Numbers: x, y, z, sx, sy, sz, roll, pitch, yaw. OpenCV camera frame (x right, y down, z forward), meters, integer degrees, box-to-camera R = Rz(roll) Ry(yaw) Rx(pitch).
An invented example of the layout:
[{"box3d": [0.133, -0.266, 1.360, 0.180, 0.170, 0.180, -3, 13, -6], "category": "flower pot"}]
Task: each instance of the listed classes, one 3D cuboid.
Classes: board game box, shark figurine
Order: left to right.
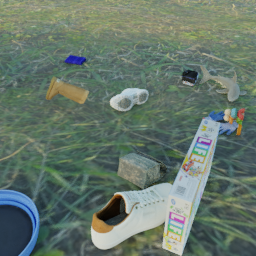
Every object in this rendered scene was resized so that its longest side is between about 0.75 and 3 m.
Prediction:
[{"box3d": [1.638, 1.356, 7.039, 0.496, 1.950, 2.900, 16, 40, 20], "category": "board game box"}, {"box3d": [4.393, -2.149, 12.521, 1.456, 1.017, 2.437, -14, 41, -20], "category": "shark figurine"}]

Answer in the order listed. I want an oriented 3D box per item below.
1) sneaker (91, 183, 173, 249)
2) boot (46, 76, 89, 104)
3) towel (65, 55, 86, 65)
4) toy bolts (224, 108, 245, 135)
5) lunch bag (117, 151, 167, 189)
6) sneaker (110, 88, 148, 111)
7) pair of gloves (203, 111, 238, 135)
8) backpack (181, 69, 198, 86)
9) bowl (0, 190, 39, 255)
[{"box3d": [0.300, 1.942, 6.977, 2.639, 1.117, 0.961, -24, 42, -30], "category": "sneaker"}, {"box3d": [-2.475, -1.319, 11.306, 1.499, 1.313, 0.496, 23, 53, -14], "category": "boot"}, {"box3d": [-2.842, -3.687, 15.137, 0.993, 0.246, 0.733, 10, 37, 13], "category": "towel"}, {"box3d": [3.743, -0.283, 9.997, 0.652, 0.940, 0.898, 10, 60, 20], "category": "toy bolts"}, {"box3d": [0.471, 1.151, 8.300, 1.005, 0.720, 1.225, 23, 23, 33], "category": "lunch bag"}, {"box3d": [-0.075, -1.233, 11.635, 1.840, 0.717, 0.914, -18, 33, -36], "category": "sneaker"}, {"box3d": [3.531, -0.220, 10.632, 1.105, 0.157, 1.375, -15, 41, -22], "category": "pair of gloves"}, {"box3d": [2.937, -2.372, 13.106, 0.788, 0.607, 0.750, 25, 52, 18], "category": "backpack"}, {"box3d": [-3.336, 2.554, 6.678, 2.423, 0.476, 2.423, 0, 37, 0], "category": "bowl"}]
